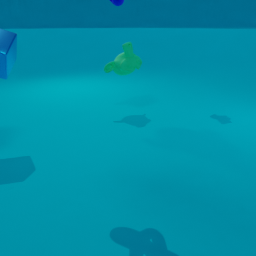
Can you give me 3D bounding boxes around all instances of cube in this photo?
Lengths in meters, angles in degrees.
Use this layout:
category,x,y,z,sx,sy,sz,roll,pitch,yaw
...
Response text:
category,x,y,z,sx,sy,sz,roll,pitch,yaw
cube,-3.091,-1.757,6.470,0.801,0.801,0.801,14,51,-13

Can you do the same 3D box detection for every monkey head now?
category,x,y,z,sx,sy,sz,roll,pitch,yaw
monkey head,-0.100,-2.306,9.367,1.484,1.068,0.894,-30,28,-31

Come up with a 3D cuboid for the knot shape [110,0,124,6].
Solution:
category,x,y,z,sx,sy,sz,roll,pitch,yaw
knot shape,-0.496,-2.593,4.462,1.178,1.259,0.582,15,32,40
